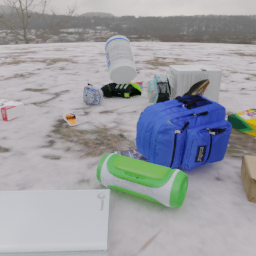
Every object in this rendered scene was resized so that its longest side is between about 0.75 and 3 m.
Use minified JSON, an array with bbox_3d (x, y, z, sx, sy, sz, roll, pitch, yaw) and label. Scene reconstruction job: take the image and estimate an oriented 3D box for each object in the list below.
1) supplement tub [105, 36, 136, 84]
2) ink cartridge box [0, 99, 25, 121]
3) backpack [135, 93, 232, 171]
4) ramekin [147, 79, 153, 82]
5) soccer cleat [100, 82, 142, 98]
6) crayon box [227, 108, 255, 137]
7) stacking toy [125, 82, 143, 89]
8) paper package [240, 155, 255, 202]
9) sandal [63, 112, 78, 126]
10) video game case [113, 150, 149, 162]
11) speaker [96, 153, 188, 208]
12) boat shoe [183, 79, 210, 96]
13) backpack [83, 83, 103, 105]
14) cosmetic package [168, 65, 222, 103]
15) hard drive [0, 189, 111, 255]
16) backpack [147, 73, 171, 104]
[{"bbox_3d":[-0.426,-3.759,15.366,1.523,1.523,2.308,-4,59,-9],"label":"supplement tub"},{"bbox_3d":[-5.642,-0.841,12.805,1.433,0.604,1.037,10,24,24],"label":"ink cartridge box"},{"bbox_3d":[1.616,0.166,8.419,2.516,2.045,2.111,-9,26,-23],"label":"backpack"},{"bbox_3d":[1.652,-2.854,18.066,0.819,0.399,0.819,0,23,0],"label":"ramekin"},{"bbox_3d":[-0.395,-2.061,15.665,2.443,0.825,0.990,-9,39,-19],"label":"soccer cleat"},{"bbox_3d":[5.241,-0.249,11.446,1.771,0.516,1.528,-14,26,-31],"label":"crayon box"},{"bbox_3d":[0.283,-2.497,17.428,1.242,0.525,1.124,-2,-4,-13],"label":"stacking toy"},{"bbox_3d":[3.711,1.335,7.306,1.276,0.693,1.339,5,22,13],"label":"paper package"},{"bbox_3d":[-2.468,-0.461,12.176,0.497,0.372,1.298,-10,24,-24],"label":"sandal"},{"bbox_3d":[0.094,0.924,9.111,1.090,0.103,0.779,-2,22,-10],"label":"video game case"},{"bbox_3d":[0.335,1.286,7.099,2.222,0.983,0.983,12,25,27],"label":"speaker"},{"bbox_3d":[3.241,-1.637,13.258,1.739,0.642,0.658,-41,23,-18],"label":"boat shoe"},{"bbox_3d":[-1.806,-1.676,14.455,1.000,1.050,0.809,12,30,14],"label":"backpack"},{"bbox_3d":[3.396,-2.249,14.620,2.234,1.843,1.842,-3,22,-6],"label":"cosmetic package"},{"bbox_3d":[-1.874,2.017,6.017,2.956,0.394,1.950,0,22,-2],"label":"hard drive"},{"bbox_3d":[1.504,-1.920,13.716,1.133,1.479,1.300,4,-23,2],"label":"backpack"}]
